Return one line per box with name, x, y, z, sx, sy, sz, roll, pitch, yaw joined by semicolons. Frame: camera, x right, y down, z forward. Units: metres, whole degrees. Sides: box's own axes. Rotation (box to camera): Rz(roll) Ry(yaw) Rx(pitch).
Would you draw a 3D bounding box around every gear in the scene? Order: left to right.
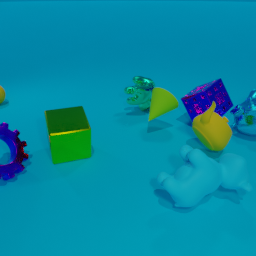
gear;-2.826;0.505;6.146;0.242;1.307;1.307;-23;14;31

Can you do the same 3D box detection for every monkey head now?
monkey head;3.523;-0.407;7.768;1.196;1.002;1.663;-54;26;-20

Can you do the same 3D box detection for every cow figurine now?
cow figurine;0.584;-1.100;9.132;1.397;1.420;0.780;0;63;-29
cow figurine;1.497;0.989;5.279;1.525;1.500;0.837;-48;13;-4

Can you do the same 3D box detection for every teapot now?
teapot;2.096;-0.003;6.856;0.801;1.636;1.018;-39;45;-1

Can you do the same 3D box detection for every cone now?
cone;0.816;-0.517;7.842;0.874;0.874;0.877;23;68;38

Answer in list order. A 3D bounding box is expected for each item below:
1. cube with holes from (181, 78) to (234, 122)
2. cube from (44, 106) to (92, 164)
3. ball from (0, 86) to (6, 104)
cube with holes;2.323;-0.761;8.225;0.908;0.908;0.908;-36;12;-34
cube;-1.479;0.156;6.919;0.965;0.965;0.965;-9;42;-17
ball;-4.780;-1.194;9.992;0.764;0.764;0.764;0;27;0
